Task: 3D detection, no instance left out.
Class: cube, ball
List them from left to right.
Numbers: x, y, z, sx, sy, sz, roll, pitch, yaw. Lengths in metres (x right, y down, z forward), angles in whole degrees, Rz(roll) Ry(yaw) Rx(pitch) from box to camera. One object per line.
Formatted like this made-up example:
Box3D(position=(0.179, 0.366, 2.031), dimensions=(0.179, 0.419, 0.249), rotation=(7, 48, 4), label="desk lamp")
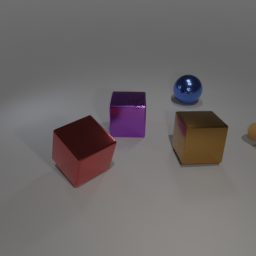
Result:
Box3D(position=(-1.419, 0.709, 8.851), dimensions=(1.400, 1.400, 1.400), rotation=(-26, 59, -36), label="cube")
Box3D(position=(0.014, -0.576, 11.392), dimensions=(1.400, 1.400, 1.400), rotation=(1, 31, 2), label="cube")
Box3D(position=(2.908, -1.890, 13.621), dimensions=(1.400, 1.400, 1.400), rotation=(0, 31, 0), label="ball")
Box3D(position=(2.439, 0.297, 9.752), dimensions=(1.400, 1.400, 1.400), rotation=(-1, 25, -6), label="cube")

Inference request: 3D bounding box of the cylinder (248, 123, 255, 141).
Box3D(position=(4.977, 0.174, 10.418), dimensions=(0.700, 0.700, 0.700), rotation=(-14, 12, -22), label="cylinder")
